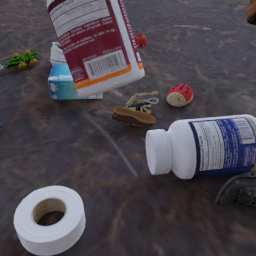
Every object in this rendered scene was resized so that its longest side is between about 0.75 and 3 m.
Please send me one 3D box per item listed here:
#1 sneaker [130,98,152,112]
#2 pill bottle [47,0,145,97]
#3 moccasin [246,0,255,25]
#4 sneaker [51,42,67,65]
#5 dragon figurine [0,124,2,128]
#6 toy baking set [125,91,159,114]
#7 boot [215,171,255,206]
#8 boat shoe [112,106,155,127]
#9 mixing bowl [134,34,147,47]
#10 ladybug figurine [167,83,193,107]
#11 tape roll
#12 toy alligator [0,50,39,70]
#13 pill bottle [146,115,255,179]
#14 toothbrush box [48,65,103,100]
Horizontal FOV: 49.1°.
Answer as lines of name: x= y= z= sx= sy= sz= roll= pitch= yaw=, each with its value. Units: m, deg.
sneaker: x=0.484 y=-0.659 z=8.536 sx=0.759 sy=0.290 sz=0.435 roll=-25 pitch=45 yaw=-26
pill bottle: x=-0.620 y=-1.757 z=4.824 sx=1.268 sy=2.221 sz=1.268 roll=-18 pitch=11 yaw=4
moccasin: x=3.823 y=-3.361 z=6.643 sx=0.861 sy=0.909 sz=2.355 roll=6 pitch=-10 yaw=-14
sneaker: x=-1.716 y=-2.816 z=10.843 sx=2.766 sy=0.979 sz=1.010 roll=3 pitch=37 yaw=5
dragon figurine: x=-4.527 y=0.119 z=7.132 sx=2.354 sy=0.693 sz=1.170 roll=-30 pitch=46 yaw=-35
toy baking set: x=0.423 y=-0.739 z=8.367 sx=0.859 sy=0.130 sz=1.120 roll=20 pitch=61 yaw=23
boot: x=2.664 y=1.489 z=5.417 sx=1.565 sy=0.542 sz=1.363 roll=-14 pitch=38 yaw=-22
boat shoe: x=0.147 y=-0.261 z=7.871 sx=1.211 sy=0.426 sz=0.426 roll=17 pitch=39 yaw=0
mixing bowl: x=0.526 y=-4.102 z=13.063 sx=0.775 sy=0.420 sz=0.775 roll=1 pitch=37 yaw=-1
ladybug figurine: x=1.687 y=-1.107 z=9.011 sx=0.794 sy=0.421 sz=1.170 roll=16 pitch=40 yaw=21
tape roll: x=-1.442 y=1.684 z=5.236 sx=1.262 sy=0.441 sz=1.262 roll=0 pitch=37 yaw=0
toy alligator: x=-4.308 y=-2.540 z=10.917 sx=1.872 sy=0.450 sz=0.620 roll=-31 pitch=78 yaw=-35
pill bottle: x=1.631 y=0.431 z=6.189 sx=2.350 sy=1.305 sz=1.305 roll=-5 pitch=37 yaw=-6
toothbrush box: x=-1.693 y=-1.569 z=9.375 sx=1.696 sy=0.723 sz=1.242 roll=-3 pitch=37 yaw=-4
